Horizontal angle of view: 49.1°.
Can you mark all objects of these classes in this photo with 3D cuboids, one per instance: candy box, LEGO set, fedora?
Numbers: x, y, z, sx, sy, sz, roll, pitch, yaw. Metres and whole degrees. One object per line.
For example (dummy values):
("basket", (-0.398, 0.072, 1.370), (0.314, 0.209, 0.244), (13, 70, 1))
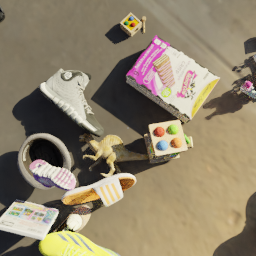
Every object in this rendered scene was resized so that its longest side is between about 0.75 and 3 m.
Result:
("candy box", (1.492, -1.653, 9.625), (2.644, 0.806, 1.803), (35, 83, 4))
("LEGO set", (5.083, -2.271, 9.384), (1.364, 1.103, 2.964), (28, 84, 4))
("fedora", (-2.695, 1.084, 9.239), (1.630, 0.832, 1.843), (-44, 84, -6))

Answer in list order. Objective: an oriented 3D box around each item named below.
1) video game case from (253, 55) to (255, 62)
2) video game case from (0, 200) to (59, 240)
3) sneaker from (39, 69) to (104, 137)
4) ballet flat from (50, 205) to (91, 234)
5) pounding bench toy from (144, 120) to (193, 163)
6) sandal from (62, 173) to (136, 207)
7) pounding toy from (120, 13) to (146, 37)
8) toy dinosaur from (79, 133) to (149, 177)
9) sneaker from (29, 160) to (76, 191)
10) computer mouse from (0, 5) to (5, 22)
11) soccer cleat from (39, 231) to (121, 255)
("video game case", (5.477, -2.328, 10.038), (1.511, 0.179, 1.375), (-27, 83, -4))
("video game case", (-3.107, 2.837, 8.775), (1.497, 1.363, 0.177), (13, 108, 2))
("sneaker", (-1.558, -1.047, 9.461), (2.745, 1.030, 1.585), (40, 82, 6))
("ballet flat", (-1.940, 3.273, 9.042), (0.636, 0.628, 1.869), (44, 84, 6))
("pounding bench toy", (1.476, 0.392, 9.025), (1.618, 1.262, 1.005), (-9, 72, -9))
("sandal", (-0.880, 2.218, 8.978), (2.526, 0.968, 0.724), (-19, 49, 5))
("pounding toy", (0.309, -3.768, 10.119), (0.792, 0.413, 0.902), (44, 85, 6))
("toy dinosaur", (-0.462, 0.954, 9.288), (2.744, 0.799, 1.387), (17, 81, 2))
("sneaker", (-1.637, 1.114, 6.111), (1.106, 0.445, 0.489), (21, 125, 15))
("computer mouse", (-5.351, -4.384, 10.212), (1.219, 0.400, 1.736), (-39, 84, -4))
("soccer cleat", (-1.291, 3.900, 8.391), (2.810, 1.175, 0.908), (25, 90, -12))
